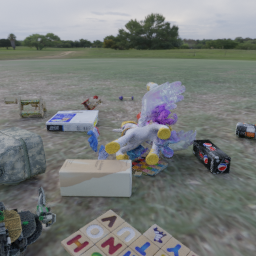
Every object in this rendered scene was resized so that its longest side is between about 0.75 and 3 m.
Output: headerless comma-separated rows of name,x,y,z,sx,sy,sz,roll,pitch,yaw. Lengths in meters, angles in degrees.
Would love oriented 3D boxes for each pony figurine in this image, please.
pony figurine,0.626,0.065,7.549,2.421,2.088,2.508,-16,15,8

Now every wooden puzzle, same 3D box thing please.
wooden puzzle,0.519,1.000,7.361,0.785,0.093,1.324,13,22,35

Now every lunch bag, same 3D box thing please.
lunch bag,-2.920,0.683,6.692,1.570,1.094,1.317,15,22,42

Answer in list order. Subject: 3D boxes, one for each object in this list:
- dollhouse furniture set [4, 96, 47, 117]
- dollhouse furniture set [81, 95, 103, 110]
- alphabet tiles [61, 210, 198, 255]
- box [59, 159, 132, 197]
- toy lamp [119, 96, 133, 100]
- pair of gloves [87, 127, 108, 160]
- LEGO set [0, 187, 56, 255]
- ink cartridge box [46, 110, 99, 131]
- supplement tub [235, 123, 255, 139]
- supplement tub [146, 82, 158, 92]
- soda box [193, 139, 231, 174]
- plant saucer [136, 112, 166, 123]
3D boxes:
dollhouse furniture set,-4.512,-0.827,12.488,1.528,0.849,1.351,-2,-7,-6
dollhouse furniture set,-1.632,-1.134,12.688,0.392,0.518,0.963,-27,13,36
alphabet tiles,0.151,1.909,3.744,2.056,0.078,1.719,29,31,31
box,-0.681,1.098,6.212,1.522,0.591,0.722,0,18,1
toy lamp,-0.103,-1.664,15.540,0.792,0.231,0.231,1,18,-6
pair of gloves,-0.751,0.523,7.305,0.129,1.132,0.910,-18,21,14
LEGO set,-1.614,1.791,4.266,2.757,0.781,1.790,24,29,25
ink cartridge box,-2.092,-0.294,10.975,1.742,0.414,1.762,-1,16,3
supplement tub,4.114,0.104,9.517,0.804,0.493,0.493,10,20,27
supplement tub,1.551,-2.462,17.337,0.635,0.635,0.878,-6,19,-18
soda box,2.233,0.742,7.596,0.489,0.437,1.381,-2,18,-8
plant saucer,0.990,-0.454,11.736,1.185,0.218,1.187,-1,17,-4
